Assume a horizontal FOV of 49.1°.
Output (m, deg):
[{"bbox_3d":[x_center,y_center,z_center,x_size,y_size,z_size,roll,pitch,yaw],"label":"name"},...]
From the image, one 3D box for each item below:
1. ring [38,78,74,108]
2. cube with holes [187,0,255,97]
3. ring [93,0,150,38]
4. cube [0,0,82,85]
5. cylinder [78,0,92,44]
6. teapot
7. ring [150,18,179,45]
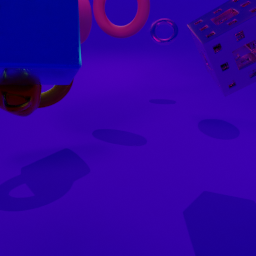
[{"bbox_3d":[-2.095,-1.196,6.234,1.772,1.772,0.354,-7,40,-12],"label":"ring"},{"bbox_3d":[1.990,-1.568,5.238,1.168,1.168,1.168,-27,33,15],"label":"cube with holes"},{"bbox_3d":[-0.206,-3.496,8.108,1.722,1.722,0.344,9,19,15],"label":"ring"},{"bbox_3d":[-1.136,-1.084,3.256,1.001,1.001,1.001,-3,-1,-19],"label":"cube"},{"bbox_3d":[-1.730,-2.683,6.747,1.271,1.271,1.271,-13,31,-39],"label":"cylinder"},{"bbox_3d":[-1.674,-0.654,4.086,0.716,0.909,1.463,3,35,-28],"label":"teapot"},{"bbox_3d":[1.341,-3.565,10.378,1.054,1.054,0.211,3,-11,6],"label":"ring"}]
